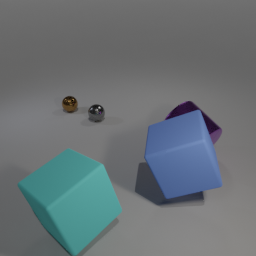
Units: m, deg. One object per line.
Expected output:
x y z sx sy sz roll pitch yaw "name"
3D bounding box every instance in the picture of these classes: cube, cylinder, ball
-1.232 1.519 6.089 1.400 1.400 1.400 -37 34 -30 "cube"
2.064 0.073 9.133 1.400 1.400 1.400 -21 57 -33 "cylinder"
-1.299 -0.633 11.560 0.700 0.700 0.700 0 29 0 "ball"
1.349 0.640 6.884 1.400 1.400 1.400 -18 27 19 "cube"
-2.561 -1.063 12.335 0.700 0.700 0.700 0 29 0 "ball"
